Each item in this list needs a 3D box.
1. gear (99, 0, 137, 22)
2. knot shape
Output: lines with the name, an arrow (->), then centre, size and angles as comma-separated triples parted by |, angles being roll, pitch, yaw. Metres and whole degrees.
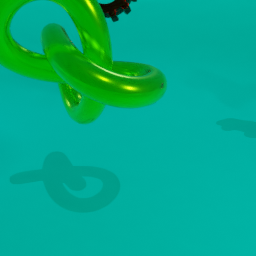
gear -> -0.624, -4.273, 8.790 | 1.878, 1.878, 0.347 | 8, -5, 15
knot shape -> -0.481, -0.716, 3.250 | 1.943, 2.077, 0.959 | 23, 73, 19
